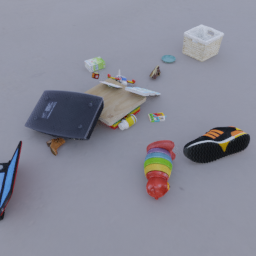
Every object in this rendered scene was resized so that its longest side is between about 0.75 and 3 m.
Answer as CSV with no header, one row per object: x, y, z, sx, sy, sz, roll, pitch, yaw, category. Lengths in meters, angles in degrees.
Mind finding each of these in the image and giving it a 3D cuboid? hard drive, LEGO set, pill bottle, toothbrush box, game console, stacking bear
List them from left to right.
-4.338,1.659,8.924,1.940,1.336,2.251,-5,43,-6,game console
-2.464,-0.504,11.060,2.970,0.629,2.003,10,64,26,hard drive
-1.767,-3.422,15.038,0.923,0.398,0.672,-23,47,-20,toothbrush box
-0.107,-2.158,12.851,2.972,0.729,2.220,20,15,22,LEGO set
-0.025,-0.226,11.604,0.420,0.420,0.755,34,54,31,pill bottle
1.036,1.465,9.447,1.047,1.118,1.841,-1,50,13,stacking bear

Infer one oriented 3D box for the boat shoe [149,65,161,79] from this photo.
1.470,-2.851,14.489,0.434,0.435,1.207,38,36,-5,boat shoe

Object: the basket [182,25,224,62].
4.171,-4.779,15.804,1.650,1.327,1.635,-31,51,-30,basket

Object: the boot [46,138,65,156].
-2.700,0.678,10.776,0.638,0.315,0.822,-21,40,-26,boot

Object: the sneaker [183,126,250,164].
3.166,0.529,10.583,2.655,0.928,1.195,-12,29,-13,sneaker

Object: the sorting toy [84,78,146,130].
-0.774,-0.998,12.157,2.242,0.785,2.256,31,51,30,sorting toy

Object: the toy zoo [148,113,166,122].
1.289,-0.465,12.111,0.761,0.078,0.499,-6,43,-7,toy zoo

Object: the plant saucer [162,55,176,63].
2.265,-3.841,15.671,0.797,0.143,0.797,-1,43,0,plant saucer
